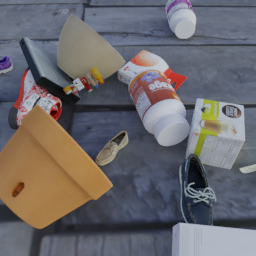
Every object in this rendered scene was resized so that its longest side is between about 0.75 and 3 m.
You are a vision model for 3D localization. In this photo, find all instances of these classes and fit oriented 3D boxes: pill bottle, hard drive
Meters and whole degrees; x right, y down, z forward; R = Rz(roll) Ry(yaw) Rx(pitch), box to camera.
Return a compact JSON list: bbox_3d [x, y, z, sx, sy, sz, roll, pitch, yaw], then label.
[{"bbox_3d":[1.083,-0.739,9.750,1.503,1.503,2.679,-13,50,-11],"label":"pill bottle"},{"bbox_3d":[2.695,-5.589,14.190,1.344,1.344,2.394,-2,49,-1],"label":"pill bottle"},{"bbox_3d":[-3.079,-2.238,10.944,0.455,1.932,2.769,-43,53,14],"label":"hard drive"}]

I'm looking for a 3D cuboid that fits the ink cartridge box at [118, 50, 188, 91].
[{"bbox_3d":[1.043,-2.258,11.739,2.369,0.594,1.922,27,54,25],"label":"ink cartridge box"}]

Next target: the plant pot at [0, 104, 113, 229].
[{"bbox_3d":[-2.139,1.163,7.374,2.076,2.966,2.966,-44,60,-13],"label":"plant pot"}]

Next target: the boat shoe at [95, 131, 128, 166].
[{"bbox_3d":[-0.530,0.630,9.215,0.529,0.477,1.468,32,56,26],"label":"boat shoe"}]

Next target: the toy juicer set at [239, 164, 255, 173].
[{"bbox_3d":[4.696,1.534,8.325,1.426,0.610,2.242,-29,54,-23],"label":"toy juicer set"}]

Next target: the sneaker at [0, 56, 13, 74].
[{"bbox_3d":[-5.827,-2.599,11.940,1.718,0.717,0.693,-35,57,-26],"label":"sneaker"}]

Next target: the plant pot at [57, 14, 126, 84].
[{"bbox_3d":[-1.742,-2.828,11.169,1.858,2.767,2.767,-49,58,5],"label":"plant pot"}]

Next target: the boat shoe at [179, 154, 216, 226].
[{"bbox_3d":[1.981,1.832,7.957,0.879,0.726,2.347,6,51,-2],"label":"boat shoe"}]

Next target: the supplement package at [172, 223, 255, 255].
[{"bbox_3d":[2.088,2.948,6.468,2.017,1.223,1.208,4,67,4],"label":"supplement package"}]

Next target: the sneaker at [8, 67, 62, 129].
[{"bbox_3d":[-3.221,-1.149,10.483,1.596,0.995,2.979,2,52,1],"label":"sneaker"}]

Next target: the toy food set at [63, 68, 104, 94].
[{"bbox_3d":[-1.567,-1.514,10.087,1.391,0.664,0.626,-35,96,-4],"label":"toy food set"}]

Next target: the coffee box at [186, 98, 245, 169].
[{"bbox_3d":[2.752,0.177,8.923,1.489,1.506,1.504,11,49,9],"label":"coffee box"}]
